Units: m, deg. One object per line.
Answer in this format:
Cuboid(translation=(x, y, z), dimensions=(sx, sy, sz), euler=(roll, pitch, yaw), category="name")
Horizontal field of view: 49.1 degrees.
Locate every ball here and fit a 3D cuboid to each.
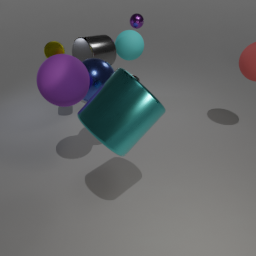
Cuboid(translation=(-1.047, -1.465, 8.754), dimensions=(1.400, 1.400, 1.400), euler=(0, 32, 0), category="ball")
Cuboid(translation=(0.426, -5.201, 13.629), dimensions=(0.700, 0.700, 0.700), euler=(0, 32, 0), category="ball")
Cuboid(translation=(-1.737, -1.275, 7.568), dimensions=(1.400, 1.400, 1.400), euler=(0, 32, 0), category="ball")
Cuboid(translation=(4.664, -2.344, 9.887), dimensions=(1.400, 1.400, 1.400), euler=(0, 32, 0), category="ball")
Cuboid(translation=(0.071, -3.943, 13.382), dimensions=(1.400, 1.400, 1.400), euler=(0, 32, 0), category="ball")

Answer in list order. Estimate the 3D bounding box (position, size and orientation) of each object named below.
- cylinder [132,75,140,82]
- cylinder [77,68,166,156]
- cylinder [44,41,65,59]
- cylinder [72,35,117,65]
Cuboid(translation=(0.082, -1.333, 9.586), dimensions=(0.700, 0.700, 0.700), euler=(-1, 60, -2), category="cylinder")
Cuboid(translation=(-0.140, -0.342, 6.144), dimensions=(1.400, 1.400, 1.400), euler=(-47, 40, 3), category="cylinder")
Cuboid(translation=(-2.654, -2.791, 10.169), dimensions=(0.700, 0.700, 0.700), euler=(-5, 18, -8), category="cylinder")
Cuboid(translation=(-1.452, -3.254, 12.113), dimensions=(1.400, 1.400, 1.400), euler=(25, 34, 34), category="cylinder")
